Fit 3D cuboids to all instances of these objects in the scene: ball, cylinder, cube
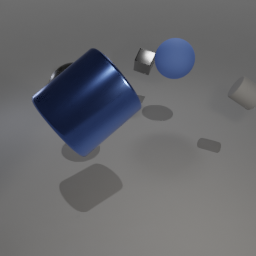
[{"bbox_3d":[1.641,-2.431,9.852,1.400,1.400,1.400,0,31,0],"label":"ball"},{"bbox_3d":[-0.716,-0.446,5.032,1.400,1.400,1.400,-41,40,-4],"label":"cylinder"},{"bbox_3d":[0.692,-2.784,11.799,0.700,0.700,0.700,20,66,6],"label":"cube"},{"bbox_3d":[3.293,-0.973,7.826,0.700,0.700,0.700,34,34,-2],"label":"cylinder"},{"bbox_3d":[-1.381,-1.010,7.362,1.400,1.400,1.400,0,31,0],"label":"ball"}]
